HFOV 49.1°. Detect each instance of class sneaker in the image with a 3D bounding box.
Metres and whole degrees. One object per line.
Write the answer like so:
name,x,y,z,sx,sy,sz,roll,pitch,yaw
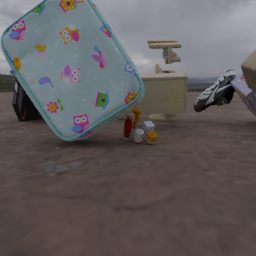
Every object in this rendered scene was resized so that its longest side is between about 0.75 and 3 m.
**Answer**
sneaker,2.892,-0.989,9.095,0.606,0.825,1.824,4,-39,-41

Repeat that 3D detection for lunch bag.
lunch bag,-1.219,-1.316,6.157,2.372,2.958,1.140,-33,-4,9

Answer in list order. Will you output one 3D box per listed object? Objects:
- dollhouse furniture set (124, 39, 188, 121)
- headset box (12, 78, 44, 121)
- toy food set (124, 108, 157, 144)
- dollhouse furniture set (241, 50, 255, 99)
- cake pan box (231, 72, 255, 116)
dollhouse furniture set,0.816,-1.465,9.408,1.856,2.620,2.852,-1,23,2
headset box,-2.646,-1.366,10.209,2.652,1.971,0.995,-6,47,-37
toy food set,0.223,0.074,6.496,0.574,0.541,1.202,-8,38,-23
dollhouse furniture set,4.453,-1.066,6.340,2.527,2.403,2.059,47,-3,-42
cake pan box,4.717,-1.709,8.381,2.695,2.927,0.766,20,29,-54
